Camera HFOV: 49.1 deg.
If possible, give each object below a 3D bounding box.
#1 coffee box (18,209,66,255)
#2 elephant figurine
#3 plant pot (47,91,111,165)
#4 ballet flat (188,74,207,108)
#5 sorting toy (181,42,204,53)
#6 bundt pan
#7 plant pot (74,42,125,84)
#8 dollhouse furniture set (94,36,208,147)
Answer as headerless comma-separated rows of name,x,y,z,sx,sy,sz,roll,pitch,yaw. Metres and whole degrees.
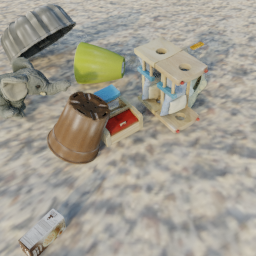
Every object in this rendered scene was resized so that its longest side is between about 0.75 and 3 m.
coffee box,-1.531,1.922,5.073,0.316,0.453,0.793,29,49,24
elephant figurine,-2.812,-1.207,7.550,1.488,1.918,1.357,-2,61,-59
plant pot,-1.070,-0.051,6.485,1.297,1.284,1.297,20,36,-15
ballet flat,1.826,-1.205,8.624,0.763,0.763,2.195,20,44,22
sorting toy,1.561,-2.355,9.782,2.313,0.315,1.303,-19,25,19
bundt pan,-3.263,-3.401,9.900,2.784,1.045,2.784,-31,16,10
plant pot,-0.856,-2.036,9.160,1.447,1.354,1.354,9,40,7
dollhouse furniture set,0.389,-0.721,6.981,2.496,1.759,1.749,-29,51,-19
